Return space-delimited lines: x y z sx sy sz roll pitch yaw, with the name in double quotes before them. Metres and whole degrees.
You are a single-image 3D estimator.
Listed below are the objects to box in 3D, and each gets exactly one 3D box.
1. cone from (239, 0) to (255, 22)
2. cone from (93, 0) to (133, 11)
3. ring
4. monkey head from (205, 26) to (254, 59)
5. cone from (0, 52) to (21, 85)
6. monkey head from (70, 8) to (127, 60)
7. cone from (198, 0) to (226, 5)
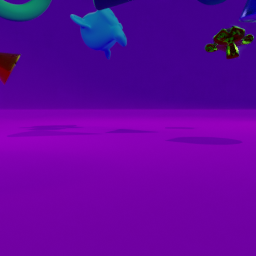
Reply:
"cone" 2.470 -2.516 4.603 1.243 1.247 1.243 -6 11 1
"cone" 0.304 -3.147 5.824 1.665 1.659 1.659 14 5 4
"ring" -2.854 -3.742 6.982 2.051 2.051 0.410 -3 17 -34
"monkey head" 2.809 -2.294 7.732 1.333 0.959 0.803 -9 -7 17
"cone" -4.386 -2.239 9.264 1.198 1.193 1.193 28 -8 -24
"monkey head" -0.729 -2.734 8.270 1.199 1.432 1.990 -34 -34 12
"cone" 1.882 -3.596 6.650 1.187 1.187 1.192 0 27 -2
